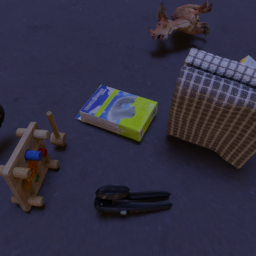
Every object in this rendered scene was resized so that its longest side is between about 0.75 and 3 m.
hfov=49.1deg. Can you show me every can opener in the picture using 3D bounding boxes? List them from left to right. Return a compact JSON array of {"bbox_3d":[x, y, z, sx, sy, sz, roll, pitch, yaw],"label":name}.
[{"bbox_3d":[0.143,1.615,6.159,1.827,0.718,0.579,10,67,-18],"label":"can opener"}]

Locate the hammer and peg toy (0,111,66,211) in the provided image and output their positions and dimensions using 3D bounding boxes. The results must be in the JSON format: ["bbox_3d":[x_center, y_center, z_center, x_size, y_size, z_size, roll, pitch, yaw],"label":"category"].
[{"bbox_3d":[-2.152,0.616,6.446,0.739,1.541,2.095,5,46,8],"label":"hammer and peg toy"}]

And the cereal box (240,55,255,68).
[{"bbox_3d":[3.588,-0.859,7.615,1.916,0.379,1.379,38,72,-5],"label":"cereal box"}]

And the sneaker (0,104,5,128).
[{"bbox_3d":[-4.112,0.203,6.587,2.584,0.952,1.034,-44,75,-10],"label":"sneaker"}]

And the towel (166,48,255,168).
[{"bbox_3d":[2.111,-0.286,6.468,2.302,2.780,1.190,19,65,12],"label":"towel"}]

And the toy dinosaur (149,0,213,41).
[{"bbox_3d":[1.989,-4.043,10.284,1.952,1.236,2.880,8,28,20],"label":"toy dinosaur"}]

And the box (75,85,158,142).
[{"bbox_3d":[-0.355,-0.505,8.033,2.102,0.501,1.282,19,52,18],"label":"box"}]
